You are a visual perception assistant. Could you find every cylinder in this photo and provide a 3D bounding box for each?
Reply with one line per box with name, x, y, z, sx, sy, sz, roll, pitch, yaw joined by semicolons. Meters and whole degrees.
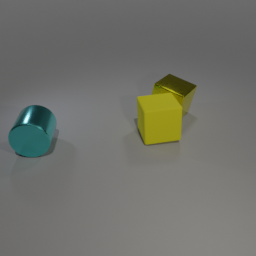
cylinder;-3.383;0.091;10.066;1.400;1.400;1.400;-2;32;-3

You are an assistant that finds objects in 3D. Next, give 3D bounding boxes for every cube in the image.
cube;1.893;-1.273;12.049;1.400;1.400;1.400;29;41;21
cube;1.167;-0.382;10.703;1.400;1.400;1.400;-7;30;-6
